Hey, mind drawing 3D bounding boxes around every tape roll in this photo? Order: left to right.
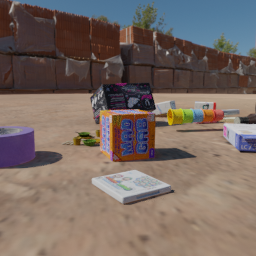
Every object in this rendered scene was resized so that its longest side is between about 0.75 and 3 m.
[{"bbox_3d":[-2.759,0.368,5.981,1.469,0.624,1.469,0,10,0],"label":"tape roll"}]

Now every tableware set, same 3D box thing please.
[{"bbox_3d":[-1.140,0.248,8.009,1.030,0.235,1.530,3,9,15],"label":"tableware set"}]

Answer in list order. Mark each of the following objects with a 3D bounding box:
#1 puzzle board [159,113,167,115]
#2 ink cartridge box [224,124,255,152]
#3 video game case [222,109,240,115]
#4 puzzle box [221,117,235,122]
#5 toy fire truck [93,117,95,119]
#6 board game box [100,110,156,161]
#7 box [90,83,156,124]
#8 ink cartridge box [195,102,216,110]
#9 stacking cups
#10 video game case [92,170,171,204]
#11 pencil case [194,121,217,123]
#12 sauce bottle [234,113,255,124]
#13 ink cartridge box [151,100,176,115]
[{"bbox_3d":[1.965,-0.833,15.310,1.116,0.129,1.481,4,10,19],"label":"puzzle board"},{"bbox_3d":[3.402,0.242,7.232,1.430,0.503,2.397,1,6,9],"label":"ink cartridge box"},{"bbox_3d":[3.618,-0.715,13.299,2.144,0.275,2.358,-4,4,-23],"label":"video game case"},{"bbox_3d":[4.228,-0.396,12.379,1.195,0.152,0.795,5,10,29],"label":"puzzle box"},{"bbox_3d":[-0.834,-0.538,11.976,1.008,0.673,1.201,16,1,-32],"label":"toy fire truck"},{"bbox_3d":[-0.034,0.122,6.333,0.988,0.987,0.988,-3,9,-21],"label":"board game box"},{"bbox_3d":[-0.209,-0.937,10.925,2.081,1.194,1.375,-7,-12,-29],"label":"box"},{"bbox_3d":[4.828,-1.294,16.920,1.546,0.520,0.898,3,10,14],"label":"ink cartridge box"},{"bbox_3d":[2.374,-0.436,9.692,1.943,0.588,0.588,-4,9,-9],"label":"stacking cups"},{"bbox_3d":[0.032,0.878,4.351,0.867,0.113,0.953,-6,10,-33],"label":"video game case"},{"bbox_3d":[3.238,-0.420,11.661,1.060,0.459,0.439,-2,-21,-15],"label":"pencil case"},{"bbox_3d":[4.750,-0.253,10.207,1.815,0.599,0.599,-5,10,-15],"label":"sauce bottle"},{"bbox_3d":[1.653,-0.983,13.987,1.314,0.575,0.955,-12,3,24],"label":"ink cartridge box"}]
